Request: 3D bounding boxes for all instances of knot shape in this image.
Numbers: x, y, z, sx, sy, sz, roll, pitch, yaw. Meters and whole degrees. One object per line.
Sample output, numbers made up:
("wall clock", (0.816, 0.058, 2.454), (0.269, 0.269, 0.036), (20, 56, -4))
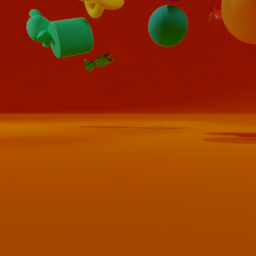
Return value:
("knot shape", (-1.107, -4.028, 8.207), (1.786, 0.825, 1.671), (26, -4, 43))

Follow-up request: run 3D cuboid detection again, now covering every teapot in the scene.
("teapot", (2.861, -3.569, 8.125), (1.447, 0.900, 0.708), (-23, -16, 36))

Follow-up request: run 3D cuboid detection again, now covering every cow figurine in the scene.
("cow figurine", (-1.161, -2.495, 10.671), (0.938, 0.523, 0.953), (-28, 12, -34))

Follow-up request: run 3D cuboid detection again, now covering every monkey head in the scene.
("monkey head", (-2.630, -3.211, 8.942), (1.108, 1.540, 0.928), (-29, -34, 7))

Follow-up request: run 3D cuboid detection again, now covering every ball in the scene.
("ball", (0.832, -2.109, 5.817), (0.817, 0.817, 0.817), (0, 3, 0))
("ball", (2.376, -2.203, 4.950), (1.377, 1.377, 1.377), (0, 3, 0))

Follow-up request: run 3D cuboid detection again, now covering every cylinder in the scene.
("cylinder", (-1.755, -2.756, 8.559), (1.052, 1.052, 1.052), (-19, 12, -26))

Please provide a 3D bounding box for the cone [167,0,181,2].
("cone", (0.701, -3.536, 5.685), (1.393, 1.393, 1.398), (-3, 41, -42))
